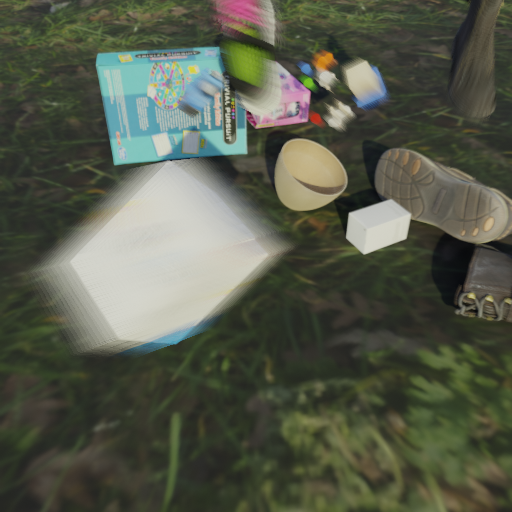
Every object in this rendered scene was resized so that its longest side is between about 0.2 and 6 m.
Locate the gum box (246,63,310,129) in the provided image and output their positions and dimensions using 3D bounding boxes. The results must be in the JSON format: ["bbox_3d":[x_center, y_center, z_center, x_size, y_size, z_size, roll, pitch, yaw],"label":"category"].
[{"bbox_3d":[0.233,-3.909,13.488,1.328,0.774,2.339,-13,41,-18],"label":"gum box"}]

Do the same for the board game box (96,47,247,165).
[{"bbox_3d":[-1.624,-3.035,11.376,2.805,2.118,0.658,-6,40,-8],"label":"board game box"}]

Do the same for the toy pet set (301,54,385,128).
[{"bbox_3d":[1.555,-2.891,9.809,1.220,0.694,1.307,-19,62,27],"label":"toy pet set"}]

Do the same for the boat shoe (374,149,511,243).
[{"bbox_3d":[3.291,-1.017,9.925,1.117,1.135,3.047,8,25,-34],"label":"boat shoe"}]

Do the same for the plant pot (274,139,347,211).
[{"bbox_3d":[0.849,-1.322,10.124,1.311,0.880,1.311,16,49,-19],"label":"plant pot"}]

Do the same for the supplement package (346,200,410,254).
[{"bbox_3d":[2.065,-0.505,9.521,0.902,0.547,0.540,-19,43,-21],"label":"supplement package"}]

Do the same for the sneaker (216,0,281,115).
[{"bbox_3d":[-0.145,-3.421,8.586,0.880,2.385,1.043,-10,2,9],"label":"sneaker"}]

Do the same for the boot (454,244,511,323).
[{"bbox_3d":[4.023,0.880,7.683,2.488,0.990,2.858,8,36,19],"label":"boot"}]

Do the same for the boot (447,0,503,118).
[{"bbox_3d":[3.143,-3.112,7.875,0.650,1.634,1.877,-1,66,7],"label":"boot"}]

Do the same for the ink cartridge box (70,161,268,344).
[{"bbox_3d":[-0.795,0.018,5.286,1.345,0.990,0.973,-44,66,9],"label":"ink cartridge box"}]

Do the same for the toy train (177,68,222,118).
[{"bbox_3d":[-0.824,-2.436,8.368,0.369,0.852,0.486,30,62,-26],"label":"toy train"}]
